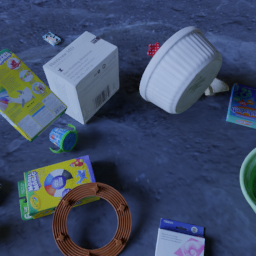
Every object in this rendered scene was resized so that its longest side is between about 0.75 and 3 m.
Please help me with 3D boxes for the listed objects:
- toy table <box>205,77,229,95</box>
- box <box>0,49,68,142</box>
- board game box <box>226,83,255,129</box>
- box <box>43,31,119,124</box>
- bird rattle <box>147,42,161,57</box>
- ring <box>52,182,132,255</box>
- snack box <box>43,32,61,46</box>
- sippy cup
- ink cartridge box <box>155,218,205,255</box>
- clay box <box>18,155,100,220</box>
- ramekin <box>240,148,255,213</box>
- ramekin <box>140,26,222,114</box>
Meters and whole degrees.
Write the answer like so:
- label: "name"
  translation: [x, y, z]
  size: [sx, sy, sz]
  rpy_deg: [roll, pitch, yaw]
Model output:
- label: "toy table"
  translation: [3.124, -2.070, 11.888]
  size: [2.358, 2.168, 1.381]
  rpy_deg: [-9, 91, -39]
- label: "box"
  translation: [-3.001, -0.922, 7.678]
  size: [2.375, 0.574, 1.393]
  rpy_deg: [47, 69, -5]
- label: "board game box"
  translation: [5.190, -0.975, 12.170]
  size: [1.481, 0.438, 1.947]
  rpy_deg: [16, 59, 10]
- label: "box"
  translation: [-1.768, -2.025, 11.564]
  size: [1.679, 2.568, 2.555]
  rpy_deg: [31, 63, 18]
- label: "bird rattle"
  translation: [1.764, -3.468, 13.544]
  size: [1.696, 0.955, 1.382]
  rpy_deg: [5, 74, 7]
- label: "ring"
  translation: [-1.177, 3.127, 9.265]
  size: [2.628, 0.252, 2.628]
  rpy_deg: [1, 74, -4]
- label: "snack box"
  translation: [-3.987, -4.666, 14.661]
  size: [0.865, 0.160, 0.502]
  rpy_deg: [35, 64, 20]
- label: "sippy cup"
  translation: [-2.616, 0.394, 11.121]
  size: [0.850, 0.911, 1.160]
  rpy_deg: [23, 29, 25]
- label: "ink cartridge box"
  translation: [1.717, 3.850, 9.210]
  size: [1.525, 0.336, 1.553]
  rpy_deg: [10, 60, 7]
- label: "clay box"
  translation: [-2.558, 2.135, 10.075]
  size: [2.799, 0.666, 1.608]
  rpy_deg: [-15, 59, -10]
- label: "ramekin"
  translation: [5.321, 1.949, 9.261]
  size: [2.936, 1.434, 2.936]
  rpy_deg: [-13, 54, 19]
- label: "ramekin"
  translation: [1.825, -1.723, 9.163]
  size: [2.836, 2.836, 1.321]
  rpy_deg: [-38, 68, -21]
